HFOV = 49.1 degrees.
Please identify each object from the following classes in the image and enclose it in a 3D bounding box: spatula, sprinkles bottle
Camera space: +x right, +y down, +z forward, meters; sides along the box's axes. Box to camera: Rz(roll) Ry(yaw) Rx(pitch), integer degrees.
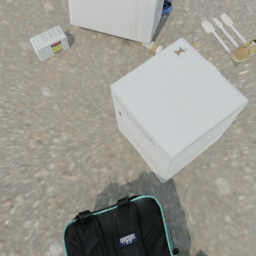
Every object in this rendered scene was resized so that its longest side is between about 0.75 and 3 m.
[{"bbox_3d":[3.442,-3.370,9.953,1.099,0.127,1.581,-23,70,-15],"label":"spatula"},{"bbox_3d":[0.768,-2.853,9.612,0.891,0.304,0.304,36,72,14],"label":"sprinkles bottle"}]

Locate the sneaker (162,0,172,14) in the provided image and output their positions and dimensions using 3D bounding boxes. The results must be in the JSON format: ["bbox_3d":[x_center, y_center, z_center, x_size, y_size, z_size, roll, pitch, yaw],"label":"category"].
[{"bbox_3d":[0.787,-4.687,10.174,1.751,0.682,0.614,15,68,6],"label":"sneaker"}]

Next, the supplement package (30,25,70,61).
[{"bbox_3d":[-2.623,-2.847,9.440,1.083,0.616,0.593,-31,69,-12],"label":"supplement package"}]

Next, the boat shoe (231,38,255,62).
[{"bbox_3d":[4.165,-2.732,9.462,1.472,0.489,0.545,-30,71,-12],"label":"boat shoe"}]

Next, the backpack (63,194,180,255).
[{"bbox_3d":[0.012,3.147,6.131,2.370,2.067,2.696,-18,59,-3],"label":"backpack"}]

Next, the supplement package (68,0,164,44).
[{"bbox_3d":[-0.331,-4.281,9.259,2.875,1.721,1.743,16,54,6],"label":"supplement package"}]

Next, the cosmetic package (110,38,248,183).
[{"bbox_3d":[1.128,-0.297,7.223,2.198,2.643,2.212,-35,70,-11],"label":"cosmetic package"}]
